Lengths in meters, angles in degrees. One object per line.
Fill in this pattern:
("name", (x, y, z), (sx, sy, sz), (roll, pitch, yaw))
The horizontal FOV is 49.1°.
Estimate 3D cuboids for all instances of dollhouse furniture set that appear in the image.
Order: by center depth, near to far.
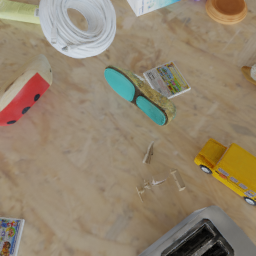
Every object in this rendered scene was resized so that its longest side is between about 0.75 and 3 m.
("dollhouse furniture set", (0.986, 1.738, 8.395), (1.372, 0.711, 0.607), (-20, 67, -8))

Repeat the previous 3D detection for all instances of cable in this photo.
("cable", (-1.168, -2.624, 6.737), (1.884, 0.652, 1.884), (-8, 86, -37))

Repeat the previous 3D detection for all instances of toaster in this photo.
("toaster", (1.990, 3.682, 6.983), (2.995, 1.777, 2.709), (-33, 72, -13))

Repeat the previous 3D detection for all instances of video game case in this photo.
("video game case", (-3.883, 3.144, 8.102), (1.531, 0.138, 1.097), (5, 67, 2))
("video game case", (1.405, -1.704, 10.157), (1.220, 0.153, 1.341), (-24, 68, -10))

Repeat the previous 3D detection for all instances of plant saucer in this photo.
("plant saucer", (4.060, -5.009, 11.469), (1.707, 0.320, 1.707), (0, 66, 0))

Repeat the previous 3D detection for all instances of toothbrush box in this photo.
("toothbrush box", (0.977, -5.716, 11.446), (2.094, 0.893, 1.533), (-24, 69, -10))

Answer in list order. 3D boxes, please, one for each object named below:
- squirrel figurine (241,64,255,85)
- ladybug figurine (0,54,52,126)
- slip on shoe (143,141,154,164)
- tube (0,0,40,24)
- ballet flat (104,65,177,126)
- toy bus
("squirrel figurine", (5.160, -1.950, 9.914), (1.472, 1.116, 1.577), (-24, 83, -21))
("ladybug figurine", (-3.526, -1.119, 9.128), (1.052, 1.985, 2.924), (44, 83, -21))
("slip on shoe", (0.715, 0.800, 9.008), (0.235, 0.295, 0.775), (20, 71, 14))
("tube", (-4.159, -4.621, 11.177), (2.618, 0.680, 0.760), (12, 23, 7))
("ballet flat", (0.457, -1.222, 9.592), (2.928, 1.035, 1.035), (41, 73, 16))
("toy bus", (3.480, 1.403, 8.283), (2.939, 1.151, 0.957), (36, 72, 14))
